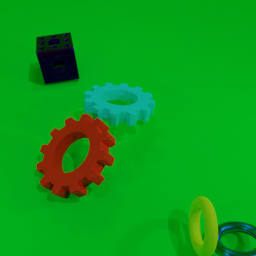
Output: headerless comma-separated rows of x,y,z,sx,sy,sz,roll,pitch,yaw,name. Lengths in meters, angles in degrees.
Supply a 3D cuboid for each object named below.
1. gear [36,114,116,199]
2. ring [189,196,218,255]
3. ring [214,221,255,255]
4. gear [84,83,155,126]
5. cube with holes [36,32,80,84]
-1.173,0.589,6.214,1.867,0.345,1.867,-15,56,23,gear
1.362,1.803,5.144,0.213,1.063,1.063,4,46,-6,ring
2.043,2.085,5.166,1.050,0.210,1.050,-8,17,2,ring
-0.233,-0.670,7.373,1.830,0.338,1.830,5,32,-3,gear
-2.248,-2.249,9.000,1.107,1.107,1.107,-11,44,-8,cube with holes
